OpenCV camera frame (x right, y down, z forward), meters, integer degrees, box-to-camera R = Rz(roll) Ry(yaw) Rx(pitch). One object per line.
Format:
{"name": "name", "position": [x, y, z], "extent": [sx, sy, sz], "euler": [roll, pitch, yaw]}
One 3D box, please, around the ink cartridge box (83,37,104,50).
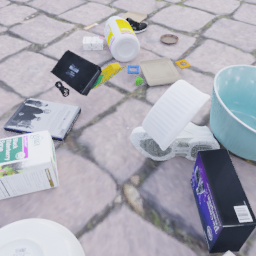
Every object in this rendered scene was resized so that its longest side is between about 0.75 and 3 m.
{"name": "ink cartridge box", "position": [-1.415, -3.471, 11.491], "extent": [0.806, 0.334, 0.591], "euler": [-1, 45, -1]}

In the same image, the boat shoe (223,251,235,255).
{"name": "boat shoe", "position": [1.331, 3.262, 4.459], "extent": [1.135, 0.914, 2.447], "euler": [38, 64, 25]}

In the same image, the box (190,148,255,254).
{"name": "box", "position": [1.895, 1.495, 5.875], "extent": [0.693, 1.241, 1.758], "euler": [-5, 45, -1]}

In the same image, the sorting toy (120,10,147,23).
{"name": "sorting toy", "position": [0.202, -5.196, 13.337], "extent": [1.049, 0.207, 1.133], "euler": [23, 53, 21]}

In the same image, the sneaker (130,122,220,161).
{"name": "sneaker", "position": [1.200, 0.244, 7.525], "extent": [2.293, 0.893, 1.139], "euler": [8, 38, -4]}

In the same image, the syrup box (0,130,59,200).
{"name": "syrup box", "position": [-3.029, 0.973, 6.525], "extent": [2.631, 1.071, 1.036], "euler": [-12, 47, -10]}

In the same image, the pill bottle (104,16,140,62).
{"name": "pill bottle", "position": [-0.307, -3.611, 11.082], "extent": [1.115, 1.115, 2.139], "euler": [-9, 46, -9]}

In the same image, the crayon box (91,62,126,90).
{"name": "crayon box", "position": [-0.648, -1.666, 8.656], "extent": [1.166, 0.296, 0.740], "euler": [-32, 5, 21]}

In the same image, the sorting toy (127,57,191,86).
{"name": "sorting toy", "position": [1.134, -1.978, 10.030], "extent": [2.340, 0.319, 1.318], "euler": [-9, 50, -9]}

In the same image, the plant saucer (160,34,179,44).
{"name": "plant saucer", "position": [1.762, -3.766, 11.937], "extent": [0.804, 0.129, 0.804], "euler": [0, 46, 0]}

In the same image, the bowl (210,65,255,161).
{"name": "bowl", "position": [3.270, -0.250, 7.297], "extent": [2.755, 1.441, 2.755], "euler": [7, 49, -8]}

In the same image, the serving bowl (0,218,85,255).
{"name": "serving bowl", "position": [-1.926, 2.642, 5.069], "extent": [2.334, 0.768, 2.334], "euler": [0, 44, 0]}

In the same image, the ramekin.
{"name": "ramekin", "position": [1.004, -0.311, 6.135], "extent": [0.751, 1.541, 1.541], "euler": [41, 55, 10]}

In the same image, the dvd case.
{"name": "dvd case", "position": [-2.512, -0.284, 8.374], "extent": [1.860, 0.230, 1.398], "euler": [11, 46, 10]}

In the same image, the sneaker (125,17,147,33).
{"name": "sneaker", "position": [0.194, -4.559, 12.364], "extent": [1.459, 0.639, 0.553], "euler": [-17, 47, -16]}

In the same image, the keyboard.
{"name": "keyboard", "position": [-1.043, -0.967, 5.249], "extent": [0.802, 0.171, 1.335], "euler": [-54, 46, 0]}
